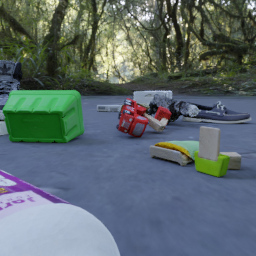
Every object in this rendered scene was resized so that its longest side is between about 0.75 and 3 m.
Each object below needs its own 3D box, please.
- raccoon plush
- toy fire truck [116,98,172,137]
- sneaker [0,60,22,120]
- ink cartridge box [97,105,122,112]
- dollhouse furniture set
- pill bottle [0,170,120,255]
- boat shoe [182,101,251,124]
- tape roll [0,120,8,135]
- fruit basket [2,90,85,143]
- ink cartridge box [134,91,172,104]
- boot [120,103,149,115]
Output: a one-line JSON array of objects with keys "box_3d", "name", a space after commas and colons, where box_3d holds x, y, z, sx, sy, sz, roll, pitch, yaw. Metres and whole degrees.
[{"box_3d": [1.760, -0.502, 9.991, 2.186, 1.058, 1.465, 25, 14, 41], "name": "raccoon plush"}, {"box_3d": [0.521, -0.247, 8.024, 1.553, 0.537, 2.202, 21, 20, -7], "name": "toy fire truck"}, {"box_3d": [-3.801, -1.249, 8.607, 1.038, 1.566, 2.751, 0, 20, -20], "name": "sneaker"}, {"box_3d": [-0.918, -1.115, 15.866, 1.288, 0.380, 1.609, 1, 3, 11], "name": "ink cartridge box"}, {"box_3d": [1.392, 0.196, 4.626, 1.089, 0.841, 2.178, -6, 10, -38], "name": "dollhouse furniture set"}, {"box_3d": [-0.563, 0.670, 1.244, 1.505, 0.845, 0.845, 7, 11, 42], "name": "pill bottle"}, {"box_3d": [3.284, -0.608, 10.505, 2.497, 0.783, 0.907, 3, 9, 22], "name": "boat shoe"}, {"box_3d": [-4.241, -0.056, 8.111, 2.052, 0.375, 2.052, 1, 7, 0], "name": "tape roll"}, {"box_3d": [-2.017, -0.331, 7.221, 1.962, 1.415, 1.962, -2, 26, 1], "name": "fruit basket"}, {"box_3d": [1.572, -1.692, 17.030, 1.906, 1.100, 2.627, 2, 8, 16], "name": "ink cartridge box"}, {"box_3d": [0.549, -0.716, 11.687, 1.905, 0.686, 1.473, 4, 8, -10], "name": "boot"}]
